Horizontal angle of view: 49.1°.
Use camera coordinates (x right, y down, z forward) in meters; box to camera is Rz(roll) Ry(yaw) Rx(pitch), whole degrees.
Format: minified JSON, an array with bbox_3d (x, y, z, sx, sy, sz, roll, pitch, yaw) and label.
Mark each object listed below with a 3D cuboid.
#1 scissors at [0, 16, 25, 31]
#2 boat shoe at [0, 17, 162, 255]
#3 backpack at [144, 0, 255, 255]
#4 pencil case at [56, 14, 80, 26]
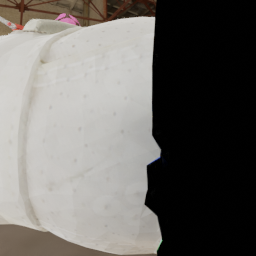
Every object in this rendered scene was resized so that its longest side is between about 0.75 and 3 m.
[{"bbox_3d":[-3.116,-2.686,7.538,1.787,0.654,0.124,17,-3,-10],"label":"scissors"},{"bbox_3d":[-0.181,-0.115,1.863,0.983,0.998,2.816,3,9,-4],"label":"boat shoe"},{"bbox_3d":[0.497,0.097,0.056,1.072,0.824,0.875,17,2,-27],"label":"backpack"},{"bbox_3d":[-2.907,-3.015,10.763,1.336,2.944,1.379,15,-31,30],"label":"pencil case"}]
